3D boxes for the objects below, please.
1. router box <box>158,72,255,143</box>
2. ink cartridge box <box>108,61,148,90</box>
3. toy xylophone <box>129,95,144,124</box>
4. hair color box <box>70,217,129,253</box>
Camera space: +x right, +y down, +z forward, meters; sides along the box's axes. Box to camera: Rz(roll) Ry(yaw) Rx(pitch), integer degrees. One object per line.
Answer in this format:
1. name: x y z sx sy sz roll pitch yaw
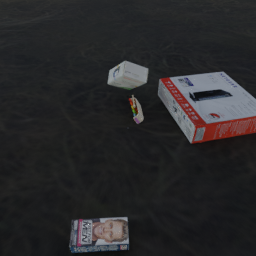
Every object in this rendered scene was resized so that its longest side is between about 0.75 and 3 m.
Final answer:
1. router box: 2.703 -0.828 9.348 2.583 0.703 2.878 -9 39 -13
2. ink cartridge box: -0.015 -1.838 9.982 0.954 0.575 1.313 12 -8 -25
3. toy xylophone: 0.240 -0.652 9.120 0.244 0.712 0.973 -24 39 15
4. hair color box: -0.555 2.116 5.563 1.127 0.341 0.563 -2 47 -3
